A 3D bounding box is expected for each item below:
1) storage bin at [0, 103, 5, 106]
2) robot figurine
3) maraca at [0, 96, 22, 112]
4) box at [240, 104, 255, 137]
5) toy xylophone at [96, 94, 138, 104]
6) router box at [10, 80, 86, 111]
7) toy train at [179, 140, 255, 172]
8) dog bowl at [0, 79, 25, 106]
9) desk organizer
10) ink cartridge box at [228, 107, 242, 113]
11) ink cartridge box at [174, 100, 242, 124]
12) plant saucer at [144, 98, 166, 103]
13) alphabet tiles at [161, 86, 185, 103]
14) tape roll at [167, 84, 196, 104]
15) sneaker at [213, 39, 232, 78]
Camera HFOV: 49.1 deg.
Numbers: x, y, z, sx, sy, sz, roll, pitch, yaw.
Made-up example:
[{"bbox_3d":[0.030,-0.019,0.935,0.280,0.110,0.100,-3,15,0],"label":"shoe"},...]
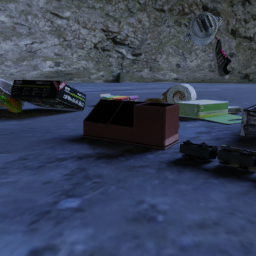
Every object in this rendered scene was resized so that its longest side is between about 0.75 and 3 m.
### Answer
[{"bbox_3d":[-6.666,-1.307,13.496,1.599,0.755,1.611,0,11,-1],"label":"storage bin"},{"bbox_3d":[2.973,-3.904,11.152,1.583,1.054,1.867,-20,1,11],"label":"robot figurine"},{"bbox_3d":[-5.040,-1.055,12.074,1.086,0.581,0.745,35,8,-40],"label":"maraca"},{"bbox_3d":[4.734,-0.214,7.889,2.344,0.740,2.973,9,14,34],"label":"box"},{"bbox_3d":[-0.610,-1.413,14.484,2.216,0.557,1.622,7,14,33],"label":"toy xylophone"},{"bbox_3d":[-3.478,-1.446,12.422,2.631,0.817,1.972,6,-9,25],"label":"router box"},{"bbox_3d":[2.046,0.558,5.056,2.374,0.405,0.544,9,2,41],"label":"toy train"},{"bbox_3d":[-5.598,-1.618,13.091,1.859,0.545,1.859,37,10,-8],"label":"dog bowl"},{"bbox_3d":[0.023,-0.178,7.192,2.490,0.959,0.893,7,13,31],"label":"desk organizer"},{"bbox_3d":[4.219,-0.786,12.271,0.938,0.290,1.157,-4,3,-14],"label":"ink cartridge box"},{"bbox_3d":[3.316,-0.684,10.801,1.879,0.619,2.582,-8,12,-36],"label":"ink cartridge box"},{"bbox_3d":[1.560,-1.483,15.112,1.527,0.270,1.527,-2,5,0],"label":"plant saucer"},{"bbox_3d":[2.359,-1.650,14.188,1.389,1.156,0.044,22,37,-43],"label":"alphabet tiles"},{"bbox_3d":[2.531,-1.485,13.224,1.190,1.190,0.817,6,13,28],"label":"tape roll"},{"bbox_3d":[2.340,-1.720,6.905,0.421,0.962,0.355,1,16,30],"label":"sneaker"}]
